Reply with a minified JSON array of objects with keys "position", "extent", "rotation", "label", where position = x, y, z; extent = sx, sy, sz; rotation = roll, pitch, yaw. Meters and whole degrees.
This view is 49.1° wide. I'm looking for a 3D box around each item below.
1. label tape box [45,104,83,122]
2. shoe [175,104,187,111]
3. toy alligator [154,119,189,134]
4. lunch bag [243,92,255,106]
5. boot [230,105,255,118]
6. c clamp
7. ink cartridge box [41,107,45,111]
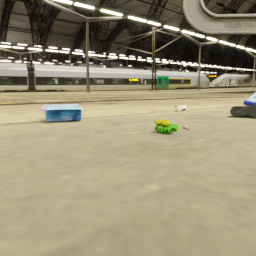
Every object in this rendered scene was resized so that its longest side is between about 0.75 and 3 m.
[{"position":[-2.237,-0.501,9.633],"extent":[1.182,0.545,1.650],"rotation":[-3,11,-17],"label":"label tape box"},{"position":[2.610,-0.954,13.634],"extent":[0.392,0.299,1.120],"rotation":[-32,-15,31],"label":"shoe"},{"position":[1.013,0.019,7.018],"extent":[1.140,0.338,0.309],"rotation":[12,56,50],"label":"toy alligator"},{"position":[6.327,-1.194,12.178],"extent":[1.988,1.267,1.690],"rotation":[-10,8,-1],"label":"lunch bag"},{"position":[4.765,-0.642,10.789],"extent":[1.541,0.522,1.006],"rotation":[6,5,29],"label":"boot"},{"position":[1.385,-1.916,3.641],"extent":[1.745,1.491,0.236],"rotation":[6,-7,2],"label":"c clamp"},{"position":[-3.893,-0.958,13.932],"extent":[0.825,0.173,0.492],"rotation":[-1,9,-21],"label":"ink cartridge box"}]
